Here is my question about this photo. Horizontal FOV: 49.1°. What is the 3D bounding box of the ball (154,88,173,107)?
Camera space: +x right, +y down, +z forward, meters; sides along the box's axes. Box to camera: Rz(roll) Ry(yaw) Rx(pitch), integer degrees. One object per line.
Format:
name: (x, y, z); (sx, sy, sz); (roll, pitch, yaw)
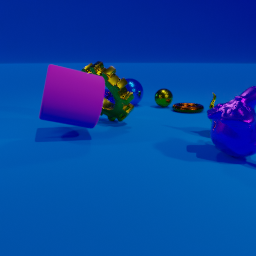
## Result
ball: (1.330, -1.128, 10.443); (0.700, 0.700, 0.700); (0, 14, 0)

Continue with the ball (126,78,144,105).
ball: (0.064, -1.367, 10.746); (1.065, 1.065, 1.065); (0, 14, 0)

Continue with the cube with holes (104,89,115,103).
cube with holes: (-0.890, -0.967, 9.824); (0.724, 0.724, 0.724); (8, 16, 30)

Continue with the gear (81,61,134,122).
gear: (-0.617, -0.973, 7.782); (1.761, 1.761, 0.326); (13, 46, 42)

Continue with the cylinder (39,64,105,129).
cylinder: (-1.286, -0.693, 6.382); (1.239, 1.239, 1.239); (11, 11, -18)

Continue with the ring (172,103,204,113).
ring: (2.106, -0.715, 9.827); (1.110, 0.222, 1.110); (0, 13, 0)

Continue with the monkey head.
monkey head: (2.155, -0.086, 5.233); (1.263, 1.058, 1.756); (-38, 24, -8)

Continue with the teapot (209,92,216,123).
teapot: (2.333, -0.262, 6.589); (1.328, 0.650, 0.826); (44, 27, 3)
